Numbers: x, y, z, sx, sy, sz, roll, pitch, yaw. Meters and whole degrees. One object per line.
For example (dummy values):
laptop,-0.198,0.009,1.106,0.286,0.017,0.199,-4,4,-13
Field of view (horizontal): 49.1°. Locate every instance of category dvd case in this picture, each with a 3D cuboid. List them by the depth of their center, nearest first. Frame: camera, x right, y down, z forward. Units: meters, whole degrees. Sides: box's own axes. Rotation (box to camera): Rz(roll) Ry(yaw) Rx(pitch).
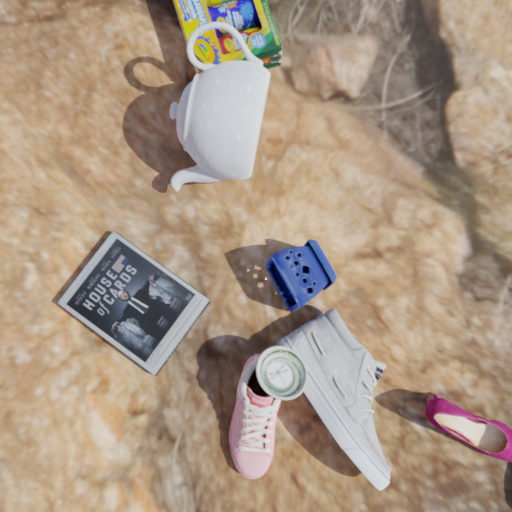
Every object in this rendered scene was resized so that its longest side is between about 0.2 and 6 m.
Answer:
dvd case,-2.220,0.844,10.241,2.247,0.278,1.689,35,81,5

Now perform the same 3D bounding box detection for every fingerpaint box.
fingerpaint box,-0.606,-4.578,10.982,1.715,0.754,2.055,-16,80,-3

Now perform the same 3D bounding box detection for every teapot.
teapot,-0.699,-2.486,9.885,1.632,2.206,2.235,12,66,-2

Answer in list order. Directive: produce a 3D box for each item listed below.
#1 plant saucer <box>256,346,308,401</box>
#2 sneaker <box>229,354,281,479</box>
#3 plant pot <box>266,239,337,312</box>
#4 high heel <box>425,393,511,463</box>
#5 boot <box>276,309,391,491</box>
plant saucer,0.396,1.933,9.144,0.901,0.226,0.901,9,58,-15
sneaker,-0.023,2.740,9.484,0.800,1.111,2.124,6,81,-1
plant pot,0.825,0.321,9.986,0.921,1.025,1.025,-27,81,-11
high heel,3.755,3.005,9.427,1.938,0.930,0.653,36,102,9
boot,1.699,2.350,9.541,1.421,1.094,2.974,-35,82,-1
